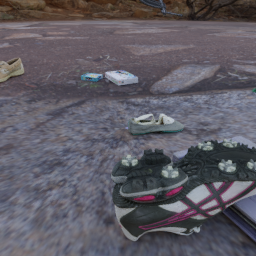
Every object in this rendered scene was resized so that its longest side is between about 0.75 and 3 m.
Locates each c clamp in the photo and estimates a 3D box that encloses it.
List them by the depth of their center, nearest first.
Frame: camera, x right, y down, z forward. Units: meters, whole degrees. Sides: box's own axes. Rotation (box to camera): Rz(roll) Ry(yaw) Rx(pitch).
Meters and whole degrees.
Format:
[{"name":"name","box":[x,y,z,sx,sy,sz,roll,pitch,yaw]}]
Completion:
[{"name":"c clamp","box":[0.579,-3.154,6.582,1.139,0.181,1.334,-4,65,-30]}]

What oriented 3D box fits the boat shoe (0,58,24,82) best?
[{"name":"boat shoe","box":[-5.529,-2.513,12.146,0.860,0.779,2.413,8,26,17]}]

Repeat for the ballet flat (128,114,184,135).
[{"name":"ballet flat","box":[0.766,-0.131,7.380,1.551,0.494,0.523,-5,22,-11]}]

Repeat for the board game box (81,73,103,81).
[{"name":"board game box","box":[-1.580,-2.227,12.252,0.761,0.179,0.575,11,27,22]}]

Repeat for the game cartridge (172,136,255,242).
[{"name":"game cartridge","box":[2.366,1.071,4.847,1.921,0.569,2.963,-7,26,-24]}]

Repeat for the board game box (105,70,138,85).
[{"name":"board game box","box":[-0.302,-2.183,12.068,0.909,0.249,1.441,-12,27,-23]}]

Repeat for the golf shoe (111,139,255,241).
[{"name":"golf shoe","box":[1.111,0.908,4.294,2.756,1.214,1.064,-5,24,-10]}]

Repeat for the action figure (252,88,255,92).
[{"name":"action figure","box":[5.114,-1.553,10.785,0.501,0.232,0.848,12,24,31]}]
